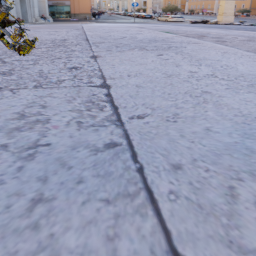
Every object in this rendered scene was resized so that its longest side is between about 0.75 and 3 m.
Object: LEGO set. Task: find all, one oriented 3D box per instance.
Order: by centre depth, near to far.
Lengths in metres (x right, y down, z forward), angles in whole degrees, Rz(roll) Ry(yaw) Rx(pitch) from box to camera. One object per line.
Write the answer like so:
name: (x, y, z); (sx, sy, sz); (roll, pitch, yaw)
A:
LEGO set: (-2.358, -2.190, 5.778); (1.282, 0.743, 0.986); (49, 16, 7)
